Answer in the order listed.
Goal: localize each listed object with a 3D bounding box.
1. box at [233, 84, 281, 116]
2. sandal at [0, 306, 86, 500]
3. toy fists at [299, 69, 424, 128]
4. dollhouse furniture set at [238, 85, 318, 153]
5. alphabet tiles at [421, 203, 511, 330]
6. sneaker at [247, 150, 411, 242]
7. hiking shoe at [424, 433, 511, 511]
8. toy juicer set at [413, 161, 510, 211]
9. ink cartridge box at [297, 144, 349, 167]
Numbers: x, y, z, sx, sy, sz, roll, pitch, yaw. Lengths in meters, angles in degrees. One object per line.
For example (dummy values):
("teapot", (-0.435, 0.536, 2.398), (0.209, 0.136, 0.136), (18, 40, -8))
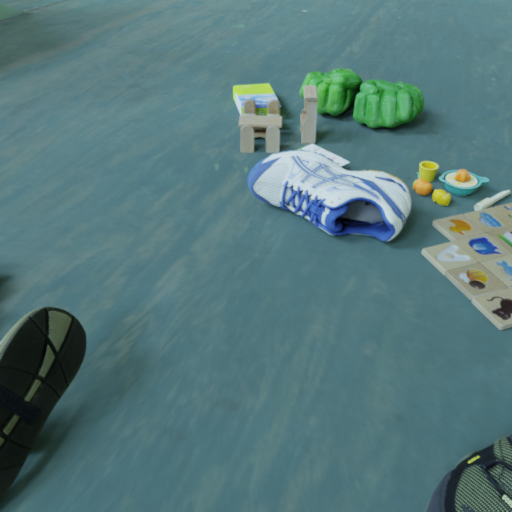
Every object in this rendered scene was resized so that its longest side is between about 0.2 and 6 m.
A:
("box", (0.011, -3.868, 14.048), (0.978, 0.382, 1.604), (-6, 37, -8))
("sandal", (-2.893, 1.770, 6.028), (0.813, 1.131, 2.848), (-18, 27, 42))
("toy fists", (2.487, -3.835, 13.487), (3.002, 1.032, 1.530), (25, 44, 28))
("dollhouse furniture set", (0.475, -3.126, 12.442), (1.706, 1.110, 1.567), (2, 36, 2))
("alphabet tiles", (4.851, 0.060, 8.977), (3.911, 0.124, 3.254), (-12, 39, -16))
("sneaker", (1.157, -1.015, 9.611), (2.916, 1.098, 1.285), (10, 37, 14))
("hiking shoe", (2.906, 1.818, 5.268), (3.370, 1.697, 1.276), (-21, 42, -26))
("toy juicer set", (3.811, -1.314, 10.532), (1.746, 0.475, 1.110), (20, 41, 23))
("ink cartridge box", (1.280, -1.837, 11.310), (0.649, 0.373, 1.107), (-26, 42, -29))
